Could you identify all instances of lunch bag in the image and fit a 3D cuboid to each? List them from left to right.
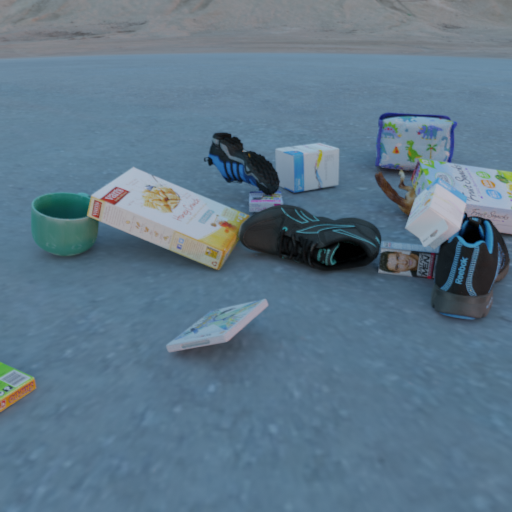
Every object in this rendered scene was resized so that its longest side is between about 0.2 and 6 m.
[{"bbox_3d":[4.387,-3.174,15.614,2.055,1.540,2.417,6,12,12],"label":"lunch bag"}]

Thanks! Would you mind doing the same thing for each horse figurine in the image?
[{"bbox_3d":[3.749,-1.326,12.397,2.395,0.598,1.587,1,41,-17],"label":"horse figurine"}]

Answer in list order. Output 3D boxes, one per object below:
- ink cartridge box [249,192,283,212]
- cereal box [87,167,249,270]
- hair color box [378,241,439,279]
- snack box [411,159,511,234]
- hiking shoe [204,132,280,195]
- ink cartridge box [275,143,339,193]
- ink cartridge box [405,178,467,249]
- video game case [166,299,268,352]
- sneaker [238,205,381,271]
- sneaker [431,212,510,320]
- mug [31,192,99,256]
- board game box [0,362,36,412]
[{"bbox_3d":[0.211,-1.256,12.687,0.746,0.262,1.250,0,18,0],"label":"ink cartridge box"},{"bbox_3d":[-1.567,-0.764,10.529,2.586,0.511,1.860,23,27,2],"label":"cereal box"},{"bbox_3d":[2.657,0.075,9.672,1.028,0.509,0.312,6,26,13],"label":"hair color box"},{"bbox_3d":[4.566,-1.223,11.583,2.368,0.627,1.684,8,37,-3],"label":"snack box"},{"bbox_3d":[-0.296,-1.989,12.992,2.088,0.905,0.777,44,39,22],"label":"hiking shoe"},{"bbox_3d":[1.278,-2.222,13.991,1.306,0.954,0.958,-12,23,-22],"label":"ink cartridge box"},{"bbox_3d":[2.791,-0.630,8.698,0.589,0.605,0.941,35,47,-4],"label":"ink cartridge box"},{"bbox_3d":[-0.520,0.944,7.659,1.037,0.125,1.138,-16,11,34],"label":"video game case"},{"bbox_3d":[0.936,-0.293,9.938,2.583,0.974,1.024,3,27,7],"label":"sneaker"},{"bbox_3d":[3.669,-0.159,9.270,1.145,1.281,3.127,10,26,20],"label":"sneaker"},{"bbox_3d":[-3.470,-0.573,10.500,1.182,0.890,1.439,30,32,30],"label":"mug"},{"bbox_3d":[-3.592,1.519,6.938,1.612,0.242,0.770,16,29,26],"label":"board game box"}]
